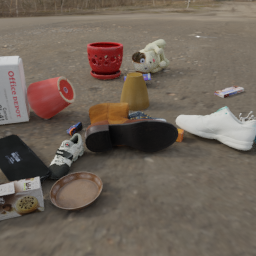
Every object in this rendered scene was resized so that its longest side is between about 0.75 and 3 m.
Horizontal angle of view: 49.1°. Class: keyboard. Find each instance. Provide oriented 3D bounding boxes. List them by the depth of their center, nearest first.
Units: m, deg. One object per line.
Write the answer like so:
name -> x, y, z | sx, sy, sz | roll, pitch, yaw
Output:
keyboard -> -3.251, 0.971, 7.387 | 1.607, 0.260, 2.529 | -23, 36, -33

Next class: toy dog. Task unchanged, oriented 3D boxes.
toy dog -> 1.039, -3.835, 15.510 | 2.272, 1.635, 2.343 | 5, 29, 22

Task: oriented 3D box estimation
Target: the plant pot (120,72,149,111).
plant pot -> 0.265, -1.535, 11.321 | 1.221, 1.310, 1.221 | -1, 27, 0

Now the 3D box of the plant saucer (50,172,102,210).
plant saucer -> -1.189, 1.489, 6.536 | 1.222, 0.210, 1.222 | -6, 30, 3

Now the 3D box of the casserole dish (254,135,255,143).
casserole dish -> 5.154, 0.312, 8.551 | 2.892, 0.561, 1.752 | -12, 30, -20

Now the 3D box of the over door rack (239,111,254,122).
over door rack -> 4.534, -0.271, 9.899 | 1.084, 0.361, 0.801 | 8, 29, 14

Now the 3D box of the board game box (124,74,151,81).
board game box -> 0.485, -2.425, 13.675 | 1.235, 0.277, 0.830 | -5, 6, 6

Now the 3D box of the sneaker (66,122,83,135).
sneaker -> -1.805, -0.007, 9.487 | 0.295, 0.284, 0.753 | 8, 26, 26

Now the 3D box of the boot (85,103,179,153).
boot -> 0.015, -0.161, 9.370 | 2.824, 1.027, 3.000 | -11, 21, 1

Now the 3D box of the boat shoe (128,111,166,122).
boat shoe -> 0.650, -0.305, 9.631 | 1.291, 0.457, 0.586 | -6, 57, -7

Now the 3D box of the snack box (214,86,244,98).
snack box -> 4.623, -1.669, 12.795 | 1.452, 0.176, 0.522 | -18, 32, -31

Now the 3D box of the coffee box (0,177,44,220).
coffee box -> -2.461, 1.536, 6.061 | 1.155, 0.653, 0.461 | -8, 27, -16

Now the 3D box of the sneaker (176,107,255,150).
sneaker -> 2.744, -0.195, 8.793 | 2.450, 1.084, 0.922 | 19, 17, 26

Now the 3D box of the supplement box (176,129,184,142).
supplement box -> 1.264, 0.162, 9.061 | 1.018, 0.339, 0.350 | 11, 28, 17

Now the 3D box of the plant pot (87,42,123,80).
plant pot -> -1.177, -3.571, 14.813 | 1.873, 1.705, 1.873 | 0, 28, 0

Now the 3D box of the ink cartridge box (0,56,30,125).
ink cartridge box -> -5.129, -1.224, 9.710 | 2.997, 2.212, 1.283 | -8, 28, -13

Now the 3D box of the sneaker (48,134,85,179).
sneaker -> -1.721, 0.706, 7.594 | 0.579, 0.691, 1.562 | 12, 36, 15

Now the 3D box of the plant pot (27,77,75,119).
plant pot -> -2.679, -1.168, 10.070 | 1.241, 1.402, 1.402 | -18, 20, 23
